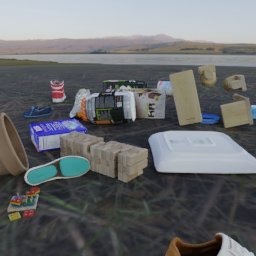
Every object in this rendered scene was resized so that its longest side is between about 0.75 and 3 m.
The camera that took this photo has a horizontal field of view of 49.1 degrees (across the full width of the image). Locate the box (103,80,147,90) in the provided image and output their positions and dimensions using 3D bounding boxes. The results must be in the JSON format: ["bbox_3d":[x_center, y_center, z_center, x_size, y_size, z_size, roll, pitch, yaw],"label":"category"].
[{"bbox_3d":[-0.211,-1.774,14.656,2.173,1.351,1.614,-1,16,-8],"label":"box"}]

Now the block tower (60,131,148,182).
[{"bbox_3d":[-0.756,0.695,7.392,2.586,0.698,0.748,12,19,37],"label":"block tower"}]

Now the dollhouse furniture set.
[{"bbox_3d":[3.373,-1.327,11.852,2.726,2.593,2.221,-12,9,12],"label":"dollhouse furniture set"}]

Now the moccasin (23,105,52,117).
[{"bbox_3d":[-4.209,-0.802,12.912,1.346,0.459,0.541,-15,22,-42],"label":"moccasin"}]

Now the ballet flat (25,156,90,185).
[{"bbox_3d":[-1.726,1.008,6.820,1.575,0.547,0.547,-11,20,-31],"label":"ballet flat"}]

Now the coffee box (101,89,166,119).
[{"bbox_3d":[0.229,-1.171,12.948,2.869,1.145,1.622,1,16,2],"label":"coffee box"}]

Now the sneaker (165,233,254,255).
[{"bbox_3d":[1.455,1.800,3.361,2.065,0.874,0.752,4,15,10],"label":"sneaker"}]

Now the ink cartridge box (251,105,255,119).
[{"bbox_3d":[6.196,-0.662,12.416,1.404,0.468,0.813,7,18,22],"label":"ink cartridge box"}]

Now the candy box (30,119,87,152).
[{"bbox_3d":[-2.309,0.201,9.231,1.587,0.611,1.342,-7,19,-25],"label":"candy box"}]

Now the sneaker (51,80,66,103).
[{"bbox_3d":[-4.127,-2.291,16.595,0.783,1.237,2.199,-3,17,-11],"label":"sneaker"}]

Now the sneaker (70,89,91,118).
[{"bbox_3d":[-2.164,-1.180,12.959,0.954,1.159,2.520,-1,17,-4],"label":"sneaker"}]

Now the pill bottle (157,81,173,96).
[{"bbox_3d":[2.763,-2.534,18.035,1.640,0.892,0.892,6,18,20],"label":"pill bottle"}]

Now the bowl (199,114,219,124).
[{"bbox_3d":[3.358,-0.395,11.988,1.044,0.205,1.044,0,17,0],"label":"bowl"}]

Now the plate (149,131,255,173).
[{"bbox_3d":[2.073,0.567,8.215,2.770,0.448,2.764,1,16,0],"label":"plate"}]

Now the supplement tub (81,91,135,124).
[{"bbox_3d":[-0.776,-0.805,11.321,2.058,1.261,1.261,-2,16,8],"label":"supplement tub"}]

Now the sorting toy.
[{"bbox_3d":[-2.124,1.472,5.670,0.524,0.184,1.087,-3,17,-10],"label":"sorting toy"}]

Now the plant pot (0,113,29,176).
[{"bbox_3d":[-3.367,0.571,6.781,1.376,1.578,1.578,-21,21,-11],"label":"plant pot"}]
